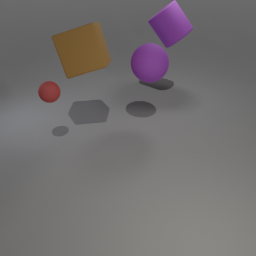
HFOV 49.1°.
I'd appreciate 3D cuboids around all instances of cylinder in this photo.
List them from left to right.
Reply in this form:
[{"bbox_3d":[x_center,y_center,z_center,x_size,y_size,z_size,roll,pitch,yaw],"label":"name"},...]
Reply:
[{"bbox_3d":[1.826,-4.445,12.050,1.400,1.400,1.400,-36,15,12],"label":"cylinder"}]

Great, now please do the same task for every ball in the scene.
[{"bbox_3d":[-2.539,-1.164,9.048,0.700,0.700,0.700,0,33,0],"label":"ball"},{"bbox_3d":[0.797,-2.373,10.256,1.400,1.400,1.400,0,33,0],"label":"ball"}]

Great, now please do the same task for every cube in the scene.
[{"bbox_3d":[-1.495,-2.636,9.423,1.400,1.400,1.400,-15,20,8],"label":"cube"}]
